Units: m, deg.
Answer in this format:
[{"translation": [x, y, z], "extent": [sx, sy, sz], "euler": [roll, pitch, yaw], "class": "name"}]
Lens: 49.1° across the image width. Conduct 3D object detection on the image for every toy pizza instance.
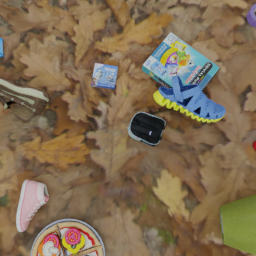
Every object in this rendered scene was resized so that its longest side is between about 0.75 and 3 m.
[{"translation": [-1.844, 3.960, 8.518], "extent": [2.293, 0.363, 2.293], "euler": [0, 84, -1], "class": "toy pizza"}]

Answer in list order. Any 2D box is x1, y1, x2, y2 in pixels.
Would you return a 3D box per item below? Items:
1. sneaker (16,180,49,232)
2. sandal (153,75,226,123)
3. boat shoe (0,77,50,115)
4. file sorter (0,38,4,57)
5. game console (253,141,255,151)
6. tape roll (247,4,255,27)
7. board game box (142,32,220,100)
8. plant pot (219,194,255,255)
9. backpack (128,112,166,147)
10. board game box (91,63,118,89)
[{"translation": [-2.961, 2.466, 8.804], "extent": [0.832, 0.599, 1.591], "euler": [6, 79, -1], "class": "sneaker"}, {"translation": [2.042, -0.935, 8.901], "extent": [2.352, 0.935, 1.024], "euler": [19, 123, -3], "class": "sandal"}, {"translation": [-4.021, -1.093, 9.380], "extent": [2.612, 0.965, 0.966], "euler": [16, 85, 3], "class": "boat shoe"}, {"translation": [-5.063, -2.926, 9.902], "extent": [1.038, 0.637, 0.720], "euler": [-8, 78, -1], "class": "file sorter"}, {"translation": [5.368, 0.818, 9.371], "extent": [1.515, 1.043, 1.758], "euler": [-23, 78, -36], "class": "game console"}, {"translation": [4.843, -4.143, 10.298], "extent": [0.817, 0.347, 0.817], "euler": [0, 79, -1], "class": "tape roll"}, {"translation": [1.822, -2.072, 9.793], "extent": [2.131, 0.500, 1.608], "euler": [38, 81, 7], "class": "board game box"}, {"translation": [3.919, 2.816, 8.163], "extent": [2.305, 2.157, 2.157], "euler": [-4, 78, 14], "class": "plant pot"}, {"translation": [0.568, 0.015, 9.184], "extent": [1.100, 0.828, 0.976], "euler": [22, 78, -6], "class": "backpack"}, {"translation": [-0.823, -1.832, 9.905], "extent": [0.831, 0.180, 0.826], "euler": [8, 77, 1], "class": "board game box"}]
